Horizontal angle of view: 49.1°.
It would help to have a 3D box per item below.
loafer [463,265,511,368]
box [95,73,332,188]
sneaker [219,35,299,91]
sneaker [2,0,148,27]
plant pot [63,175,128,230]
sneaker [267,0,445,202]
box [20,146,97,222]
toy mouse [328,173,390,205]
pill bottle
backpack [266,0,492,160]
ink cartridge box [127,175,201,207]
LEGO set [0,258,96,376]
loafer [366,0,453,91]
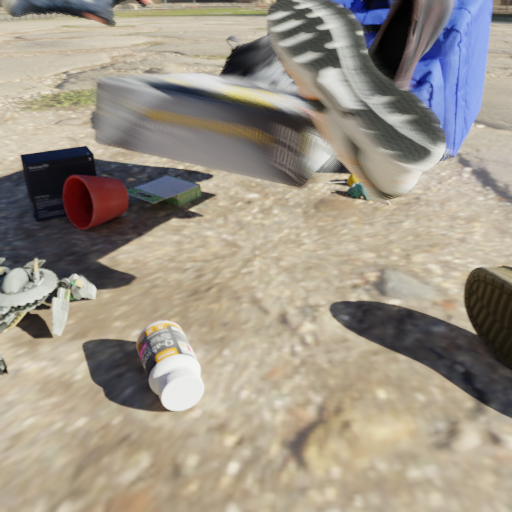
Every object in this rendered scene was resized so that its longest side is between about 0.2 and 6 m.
[{"bbox_3d":[3.899,1.071,6.854,1.005,1.133,2.981,-18,43,-31],"label":"loafer"},{"bbox_3d":[-0.260,-2.248,9.141,3.077,0.939,3.885,14,22,12],"label":"box"},{"bbox_3d":[0.529,-3.535,11.228,2.749,1.564,1.037,15,22,4],"label":"sneaker"},{"bbox_3d":[-2.388,-3.461,7.611,1.943,0.821,0.728,-23,11,-7],"label":"sneaker"},{"bbox_3d":[-3.070,-1.085,10.870,1.044,1.044,0.924,22,25,34],"label":"plant pot"},{"bbox_3d":[0.968,-1.899,6.757,1.106,1.200,3.000,-23,68,-15],"label":"sneaker"},{"bbox_3d":[-3.896,-1.468,11.237,1.325,1.206,0.690,-14,32,-24],"label":"box"},{"bbox_3d":[2.602,-1.533,12.273,1.657,0.321,1.473,-6,29,-11],"label":"toy mouse"},{"bbox_3d":[-1.040,1.320,6.789,0.629,0.629,1.081,-12,32,-20],"label":"pill bottle"},{"bbox_3d":[2.658,-4.632,13.965,5.103,4.147,4.282,19,53,28],"label":"backpack"},{"bbox_3d":[-1.988,-1.302,11.840,1.010,0.333,1.387,20,35,32],"label":"ink cartridge box"},{"bbox_3d":[-4.091,0.691,7.442,2.497,1.090,3.845,23,36,34],"label":"LEGO set"},{"bbox_3d":[1.916,-2.824,8.562,1.015,2.825,0.890,41,38,24],"label":"loafer"}]
